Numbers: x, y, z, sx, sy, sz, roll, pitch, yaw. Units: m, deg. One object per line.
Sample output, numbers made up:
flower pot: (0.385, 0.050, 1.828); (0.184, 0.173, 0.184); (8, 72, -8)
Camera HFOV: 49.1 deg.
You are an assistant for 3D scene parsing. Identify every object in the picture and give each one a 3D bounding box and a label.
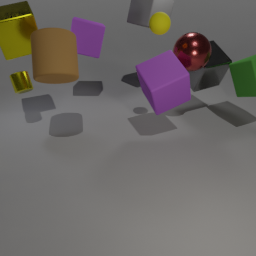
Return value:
cylinder: (-2.300, -2.222, 8.842); (1.400, 1.400, 1.400); (-4, -3, 0)
cube: (3.191, -2.610, 11.815); (1.400, 1.400, 1.400); (-16, 59, -20)
cylinder: (-4.040, -1.724, 10.635); (0.700, 0.700, 0.700); (-18, 4, 1)
cube: (1.264, -1.595, 9.934); (1.400, 1.400, 1.400); (-25, 55, -1)
ball: (1.032, -3.393, 9.094); (0.700, 0.700, 0.700); (0, 31, 0)
ball: (2.360, -2.808, 10.354); (1.400, 1.400, 1.400); (0, 31, 0)
cube: (1.019, -5.333, 12.802); (1.400, 1.400, 1.400); (-7, 28, -45)
cube: (-1.871, -4.060, 12.532); (1.400, 1.400, 1.400); (10, 22, -13)
cube: (5.021, -2.068, 10.783); (1.400, 1.400, 1.400); (-21, 10, -12)
cube: (-4.011, -3.528, 10.103); (1.400, 1.400, 1.400); (-19, 46, -13)
